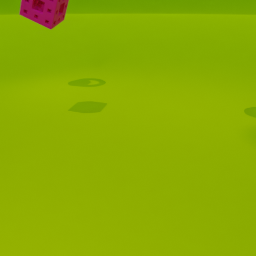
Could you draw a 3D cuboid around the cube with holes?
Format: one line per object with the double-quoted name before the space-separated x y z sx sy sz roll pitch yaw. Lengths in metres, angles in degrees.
"cube with holes" -1.849 -2.846 6.307 0.768 0.768 0.768 25 38 -4
